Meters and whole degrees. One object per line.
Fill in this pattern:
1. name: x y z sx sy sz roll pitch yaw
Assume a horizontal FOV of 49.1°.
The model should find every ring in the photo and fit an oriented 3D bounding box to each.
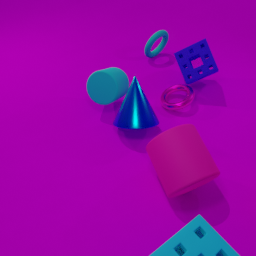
1. ring: 1.126 -3.302 11.035 1.211 1.211 0.242 -33 68 -28
2. ring: 1.622 -1.032 9.278 1.165 0.233 1.165 -14 43 13

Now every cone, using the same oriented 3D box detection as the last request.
1. cone: 0.219 -0.812 8.099 1.383 1.389 1.383 -2 15 0

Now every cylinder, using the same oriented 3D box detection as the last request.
1. cylinder: 1.286 0.791 6.708 1.331 1.331 1.331 -18 68 -16
2. cylinder: -0.607 -1.323 8.743 1.033 1.033 1.033 16 22 15

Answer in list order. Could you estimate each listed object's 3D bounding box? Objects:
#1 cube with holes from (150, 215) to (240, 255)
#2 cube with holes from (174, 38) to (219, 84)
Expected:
1. cube with holes: 1.038 2.579 4.524 1.347 1.347 1.347 -28 55 -27
2. cube with holes: 2.327 -2.202 9.466 1.086 1.086 1.086 -22 1 19
